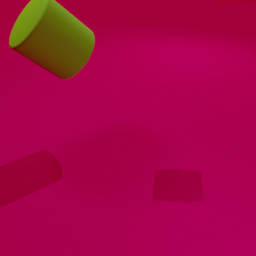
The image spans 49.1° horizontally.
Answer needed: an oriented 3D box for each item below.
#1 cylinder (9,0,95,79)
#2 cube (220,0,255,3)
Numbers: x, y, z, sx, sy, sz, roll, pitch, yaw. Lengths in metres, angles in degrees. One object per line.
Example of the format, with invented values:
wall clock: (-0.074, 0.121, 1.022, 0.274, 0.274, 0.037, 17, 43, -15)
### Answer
cylinder: (-1.475, -1.753, 5.513, 1.189, 1.189, 1.189, 30, 11, -42)
cube: (2.171, -2.764, 5.057, 0.790, 0.790, 0.790, -2, 14, 4)
